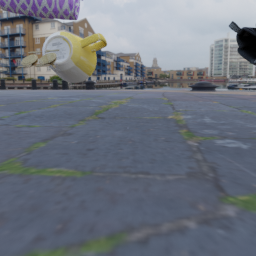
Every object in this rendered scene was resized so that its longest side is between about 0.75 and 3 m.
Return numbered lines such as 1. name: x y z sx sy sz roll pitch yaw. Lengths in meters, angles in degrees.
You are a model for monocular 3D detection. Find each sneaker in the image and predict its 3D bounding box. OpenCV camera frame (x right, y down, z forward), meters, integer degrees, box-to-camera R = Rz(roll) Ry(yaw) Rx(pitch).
1. sneaker: 3.196 -2.271 6.687 1.776 0.987 2.539 14 46 -8

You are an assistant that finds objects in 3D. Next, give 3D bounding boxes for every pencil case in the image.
1. pencil case: -2.234 -3.291 7.148 2.064 0.866 0.882 8 42 -5

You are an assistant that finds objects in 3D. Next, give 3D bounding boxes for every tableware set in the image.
1. tableware set: -3.069 -2.325 9.771 1.395 0.280 0.922 1 50 21

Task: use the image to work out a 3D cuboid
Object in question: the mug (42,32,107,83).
1. mug: -2.345 -3.167 11.455 1.991 2.486 2.041 35 6 5
